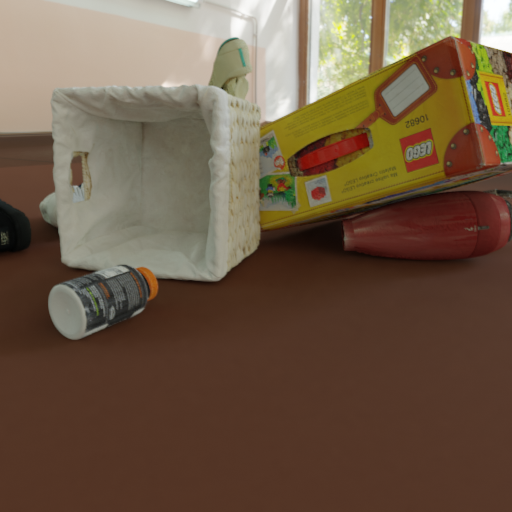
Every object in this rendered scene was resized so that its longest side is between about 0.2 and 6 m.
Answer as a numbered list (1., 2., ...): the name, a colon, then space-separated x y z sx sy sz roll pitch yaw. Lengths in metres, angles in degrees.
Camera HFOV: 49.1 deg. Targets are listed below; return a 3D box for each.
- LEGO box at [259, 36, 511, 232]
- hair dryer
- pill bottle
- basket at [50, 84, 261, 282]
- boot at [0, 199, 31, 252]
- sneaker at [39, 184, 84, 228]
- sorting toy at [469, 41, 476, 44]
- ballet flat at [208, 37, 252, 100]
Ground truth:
1. LEGO box: 2.093 -1.690 9.039 3.183 1.649 4.273 -12 -1 -44
2. hair dryer: 2.985 -0.449 9.385 3.868 1.051 2.946 -6 -1 -35
3. pill bottle: -1.613 0.449 6.129 0.611 0.611 1.150 11 19 33
4. basket: -1.299 -1.139 8.259 2.571 2.548 2.068 5 14 19
5. boot: -5.092 -0.502 8.841 2.458 0.939 2.065 20 21 37
6. sneaker: -3.648 -0.846 10.614 0.945 0.897 2.347 -12 12 -4
7. sorting toy: 3.403 -2.984 9.685 1.686 0.332 1.822 4 -11 -31
8. ballet flat: -0.455 -2.637 8.922 0.721 0.721 2.075 -3 -9 -11
